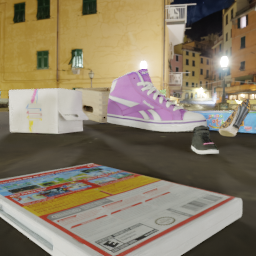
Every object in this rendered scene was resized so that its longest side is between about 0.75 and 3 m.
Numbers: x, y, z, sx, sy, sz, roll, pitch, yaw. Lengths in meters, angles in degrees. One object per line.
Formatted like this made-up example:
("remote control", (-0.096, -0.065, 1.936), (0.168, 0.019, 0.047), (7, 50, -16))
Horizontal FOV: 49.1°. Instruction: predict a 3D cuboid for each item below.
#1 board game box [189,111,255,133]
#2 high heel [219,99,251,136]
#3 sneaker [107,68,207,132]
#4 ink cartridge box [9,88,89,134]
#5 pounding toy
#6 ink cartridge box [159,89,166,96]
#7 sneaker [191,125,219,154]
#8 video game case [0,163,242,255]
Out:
("board game box", (3.065, -0.227, 8.075), (2.250, 0.544, 2.975), (-4, 5, -39))
("high heel", (2.193, -0.192, 5.739), (0.334, 0.666, 0.935), (29, -15, 5))
("sneaker", (0.721, -0.792, 7.634), (2.936, 1.674, 1.064), (9, 7, 25))
("ink cartridge box", (-1.981, -0.436, 7.187), (1.729, 1.083, 1.112), (1, 4, 22))
("pounding toy", (-0.986, -0.859, 11.995), (2.154, 1.663, 2.339), (-10, 17, -42))
("ink cartridge box", (1.171, -0.872, 11.351), (0.324, 1.353, 0.984), (1, 4, -18))
("sneaker", (1.088, 0.159, 4.013), (0.268, 0.376, 0.758), (1, 5, -5))
("video game case", (-0.190, 0.448, 1.768), (1.018, 0.124, 1.424), (-5, 7, -44))
